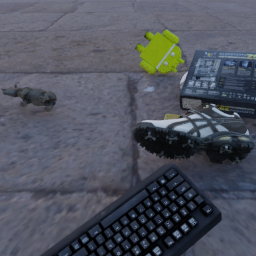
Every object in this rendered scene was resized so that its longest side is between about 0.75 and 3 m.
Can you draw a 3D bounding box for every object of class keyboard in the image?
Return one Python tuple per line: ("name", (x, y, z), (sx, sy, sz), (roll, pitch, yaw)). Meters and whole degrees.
("keyboard", (0.073, 1.871, 4.052), (2.878, 0.369, 1.728), (-34, 63, -14))

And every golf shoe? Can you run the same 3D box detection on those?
("golf shoe", (1.555, 0.038, 6.943), (2.946, 1.145, 1.392), (9, 56, -10))

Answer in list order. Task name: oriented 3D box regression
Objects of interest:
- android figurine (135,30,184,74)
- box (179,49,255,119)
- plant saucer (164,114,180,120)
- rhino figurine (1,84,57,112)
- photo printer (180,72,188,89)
("android figurine", (1.393, -3.185, 11.993), (2.104, 1.915, 0.432), (40, 6, 11))
("box", (3.357, -1.440, 8.795), (2.998, 0.765, 2.364), (9, 54, 21))
("plant saucer", (1.544, 0.011, 8.157), (1.069, 0.259, 1.069), (8, 34, 14))
("rhino figurine", (-3.205, -1.032, 9.043), (1.912, 0.572, 0.836), (14, 25, 6))
("photo printer", (2.974, -1.760, 10.509), (1.862, 0.647, 1.549), (12, 38, 28))
